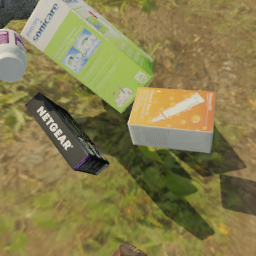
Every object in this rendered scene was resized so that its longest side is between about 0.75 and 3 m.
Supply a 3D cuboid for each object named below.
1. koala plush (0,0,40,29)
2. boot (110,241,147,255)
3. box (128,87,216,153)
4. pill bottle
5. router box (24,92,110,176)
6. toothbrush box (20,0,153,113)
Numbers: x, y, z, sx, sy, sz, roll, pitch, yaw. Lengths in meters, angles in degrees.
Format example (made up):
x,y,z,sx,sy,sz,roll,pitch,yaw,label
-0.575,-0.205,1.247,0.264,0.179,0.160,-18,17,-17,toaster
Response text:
x,y,z,sx,sy,sz,roll,pitch,yaw,label
-3.236,-2.552,6.028,2.363,2.280,2.571,26,79,-16,koala plush
-0.620,2.474,4.246,1.937,1.805,0.622,-43,65,-1,boot
0.868,-0.169,5.409,1.512,0.737,0.940,5,57,14,box
-2.231,-1.338,5.215,0.660,0.660,1.176,-21,43,-8,pill bottle
-1.226,0.162,5.843,0.444,1.297,1.739,-42,70,1,router box
-0.746,-1.823,6.463,2.635,1.919,1.134,36,112,-11,toothbrush box
